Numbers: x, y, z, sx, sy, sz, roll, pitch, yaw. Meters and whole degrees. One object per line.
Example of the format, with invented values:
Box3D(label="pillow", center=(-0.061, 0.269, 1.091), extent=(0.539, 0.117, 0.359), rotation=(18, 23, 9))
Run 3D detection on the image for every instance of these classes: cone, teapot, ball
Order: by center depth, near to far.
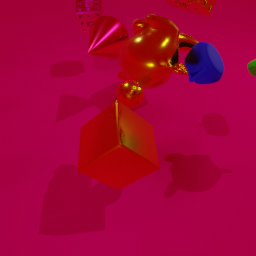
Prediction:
Box3D(label="teapot", center=(1.294, -1.104, 4.899), extent=(0.586, 0.745, 1.198), rotation=(-25, 19, 39))
Box3D(label="ball", center=(0.065, -0.885, 7.281), extent=(0.740, 0.740, 0.740), rotation=(0, 47, 0))
Box3D(label="cone", center=(-0.806, -2.304, 7.825), extent=(1.311, 1.311, 1.316), rotation=(17, 38, 15))

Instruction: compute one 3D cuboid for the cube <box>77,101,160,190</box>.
Box3D(label="cube", center=(-0.195, 0.368, 5.436), extent=(1.091, 1.091, 1.091), rotation=(-34, 41, 29))

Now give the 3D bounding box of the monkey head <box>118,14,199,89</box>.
Box3D(label="monkey head", center=(0.583, -1.262, 5.053), extent=(1.422, 1.191, 1.976), rotation=(8, 2, -30))

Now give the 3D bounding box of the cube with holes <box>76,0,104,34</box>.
Box3D(label="cube with holes", center=(-1.279, -3.880, 9.564), extent=(0.838, 0.838, 0.838), rotation=(-6, 61, 1))

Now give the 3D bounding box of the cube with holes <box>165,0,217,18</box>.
Box3D(label="cube with holes", center=(1.641, -3.822, 7.260), extent=(1.234, 1.234, 1.234), rotation=(31, 18, 28))

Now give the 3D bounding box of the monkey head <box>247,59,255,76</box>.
Box3D(label="monkey head", center=(3.252, -1.076, 5.701), extent=(1.404, 1.951, 1.176), rotation=(-14, 66, 31))
